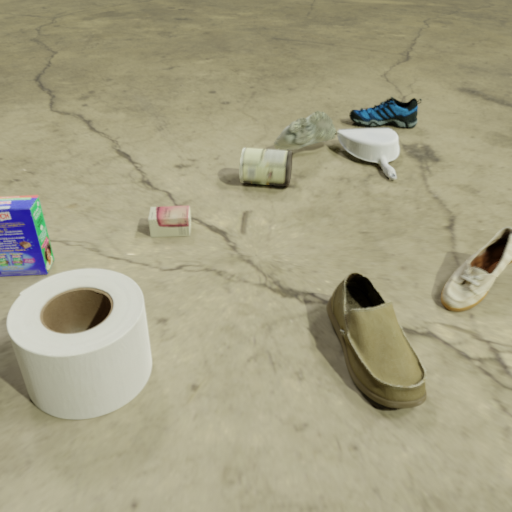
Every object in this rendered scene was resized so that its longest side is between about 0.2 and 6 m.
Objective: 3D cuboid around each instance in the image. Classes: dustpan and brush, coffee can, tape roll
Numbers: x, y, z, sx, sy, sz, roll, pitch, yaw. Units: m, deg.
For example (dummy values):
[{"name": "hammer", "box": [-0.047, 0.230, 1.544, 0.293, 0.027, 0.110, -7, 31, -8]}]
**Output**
[{"name": "dustpan and brush", "box": [3.008, -2.528, 13.791, 1.548, 0.635, 2.218, -4, 29, -10]}, {"name": "coffee can", "box": [0.232, -2.026, 12.751, 1.109, 0.812, 0.812, 6, 36, 8]}, {"name": "tape roll", "box": [-2.422, 1.196, 7.896, 1.818, 1.248, 1.818, 0, 36, 0]}]

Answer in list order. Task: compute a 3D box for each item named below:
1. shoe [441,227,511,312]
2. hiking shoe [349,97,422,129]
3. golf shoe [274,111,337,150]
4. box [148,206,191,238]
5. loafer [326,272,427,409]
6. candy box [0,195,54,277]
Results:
[{"name": "shoe", "box": [3.847, 0.202, 9.622, 1.949, 0.520, 0.681, -39, 48, -22]}, {"name": "hiking shoe", "box": [3.565, -4.066, 15.610, 1.902, 0.824, 0.707, 2, 36, 3]}, {"name": "golf shoe", "box": [1.214, -3.085, 14.078, 0.971, 0.782, 1.998, -21, 0, 44]}, {"name": "box", "box": [-1.724, -0.694, 11.233, 0.802, 0.437, 0.513, -2, 36, -3]}, {"name": "loafer", "box": [1.703, 1.160, 8.291, 0.951, 0.844, 2.502, -11, 37, -15]}, {"name": "candy box", "box": [-4.352, -0.338, 9.911, 1.180, 1.395, 0.537, -2, 36, -3]}]
